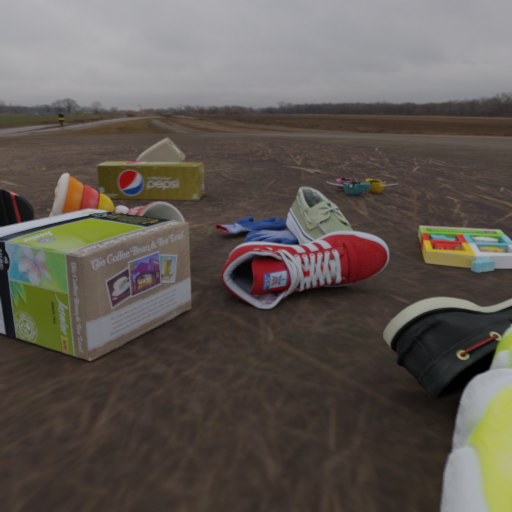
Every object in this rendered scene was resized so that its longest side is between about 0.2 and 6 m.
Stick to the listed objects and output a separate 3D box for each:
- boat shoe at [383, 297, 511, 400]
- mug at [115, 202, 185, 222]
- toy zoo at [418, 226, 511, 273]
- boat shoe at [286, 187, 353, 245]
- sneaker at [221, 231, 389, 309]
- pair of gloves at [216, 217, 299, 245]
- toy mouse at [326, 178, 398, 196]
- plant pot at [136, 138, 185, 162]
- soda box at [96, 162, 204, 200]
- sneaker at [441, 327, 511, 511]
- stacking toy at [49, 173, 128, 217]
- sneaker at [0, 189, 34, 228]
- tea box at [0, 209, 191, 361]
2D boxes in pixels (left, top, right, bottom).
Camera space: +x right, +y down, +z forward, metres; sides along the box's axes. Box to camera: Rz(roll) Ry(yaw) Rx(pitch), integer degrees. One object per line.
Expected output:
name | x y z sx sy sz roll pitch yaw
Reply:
boat shoe | 2.335 0.847 5.267 2.476 0.906 0.776 0 43 -31
mug | -1.975 -0.228 8.368 1.451 0.968 1.288 0 22 41
toy zoo | 3.681 -0.144 9.772 1.526 0.238 2.326 4 15 13
boat shoe | 1.146 -0.561 9.868 0.918 0.791 2.549 -1 22 -20
sneaker | 0.649 0.174 7.528 2.292 0.816 1.289 -5 10 10
pair of gloves | 0.222 -0.464 11.006 1.664 0.236 2.070 -9 19 -35
toy mouse | 2.825 -2.008 16.306 1.742 0.379 1.960 -6 16 -21
plant pot | -2.886 -3.011 17.521 1.051 1.187 1.185 -42 17 12
soda box | -2.890 -2.094 15.522 2.831 0.959 0.906 1 15 3
sneaker | 2.019 1.205 2.783 1.876 1.352 3.571 9 17 27
stacking toy | -3.460 -0.998 11.899 1.631 1.191 1.191 13 10 -23
sneaker | -5.854 -0.830 10.740 2.911 1.073 1.262 -8 15 -29
tea box | -1.978 0.217 6.647 1.751 1.189 1.779 9 18 30
